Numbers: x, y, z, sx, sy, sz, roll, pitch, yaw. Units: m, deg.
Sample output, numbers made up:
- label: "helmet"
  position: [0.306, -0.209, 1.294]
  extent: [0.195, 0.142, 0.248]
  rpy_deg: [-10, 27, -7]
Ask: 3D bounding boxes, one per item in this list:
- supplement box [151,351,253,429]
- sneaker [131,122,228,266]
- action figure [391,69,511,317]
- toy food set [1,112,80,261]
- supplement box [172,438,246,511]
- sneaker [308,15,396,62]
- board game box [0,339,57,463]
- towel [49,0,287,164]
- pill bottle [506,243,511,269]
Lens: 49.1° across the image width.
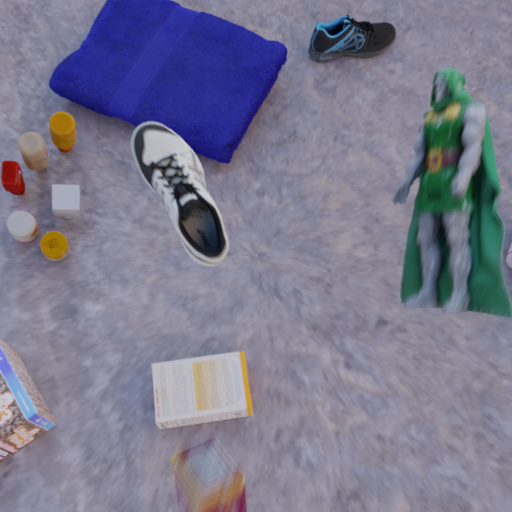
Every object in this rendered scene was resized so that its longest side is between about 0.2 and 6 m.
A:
- label: "supplement box"
  position: [-0.794, 1.975, 8.244]
  extent: [1.394, 0.513, 0.879]
  rpy_deg: [-7, 63, -4]
- label: "sneaker"
  position: [-0.799, -0.741, 6.448]
  extent: [0.700, 0.811, 1.851]
  rpy_deg: [-32, 99, -8]
- label: "action figure"
  position: [2.385, -0.827, 7.062]
  extent: [0.829, 1.790, 3.030]
  rpy_deg: [2, 89, -32]
- label: "toy food set"
  position: [-3.692, -1.119, 9.733]
  extent: [1.207, 1.138, 2.529]
  rpy_deg: [-2, 80, -16]
- label: "supplement box"
  position: [-0.426, 2.320, 5.265]
  extent: [0.483, 0.936, 0.613]
  rpy_deg: [-16, 30, -27]
- label: "sneaker"
  position: [2.009, -4.476, 11.389]
  extent: [1.878, 0.769, 0.688]
  rpy_deg: [-15, 64, -8]
- label: "board game box"
  position: [-4.020, 2.259, 7.910]
  extent: [1.746, 0.845, 1.392]
  rpy_deg: [-34, 68, -15]
- label: "towel"
  position: [-1.633, -3.524, 10.895]
  extent: [3.884, 0.962, 2.868]
  rpy_deg: [24, 72, 12]
- label: "pill bottle"
  position: [4.579, -0.219, 9.352]
  extent: [0.536, 0.536, 0.946]
  rpy_deg: [25, 65, 12]
